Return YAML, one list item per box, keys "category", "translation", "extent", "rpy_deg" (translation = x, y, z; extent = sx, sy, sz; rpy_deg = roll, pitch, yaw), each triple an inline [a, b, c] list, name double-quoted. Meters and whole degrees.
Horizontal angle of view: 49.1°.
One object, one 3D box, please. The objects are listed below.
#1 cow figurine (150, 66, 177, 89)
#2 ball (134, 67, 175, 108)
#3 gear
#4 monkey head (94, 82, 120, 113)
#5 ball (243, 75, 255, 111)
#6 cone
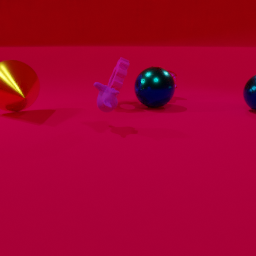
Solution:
- category: "cow figurine"
  translation: [1.201, -1.730, 10.821]
  extent: [1.434, 1.411, 0.787]
  rpy_deg: [-46, 43, -1]
- category: "ball"
  translation: [0.899, -1.372, 9.495]
  extent: [1.386, 1.386, 1.386]
  rpy_deg: [0, 18, 0]
- category: "gear"
  translation: [-0.434, -1.578, 9.661]
  extent: [0.308, 1.668, 1.668]
  rpy_deg: [21, 14, -12]
- category: "monkey head"
  translation: [-0.611, -0.758, 7.086]
  extent: [0.757, 0.634, 1.052]
  rpy_deg: [27, -4, -17]
- category: "ball"
  translation: [4.346, -1.133, 8.924]
  extent: [1.264, 1.264, 1.264]
  rpy_deg: [0, 18, 0]
- category: "cone"
  translation: [-3.201, -1.057, 8.195]
  extent: [1.651, 1.651, 1.657]
  rpy_deg: [-10, 23, -29]
